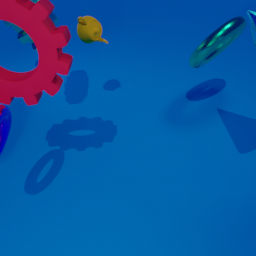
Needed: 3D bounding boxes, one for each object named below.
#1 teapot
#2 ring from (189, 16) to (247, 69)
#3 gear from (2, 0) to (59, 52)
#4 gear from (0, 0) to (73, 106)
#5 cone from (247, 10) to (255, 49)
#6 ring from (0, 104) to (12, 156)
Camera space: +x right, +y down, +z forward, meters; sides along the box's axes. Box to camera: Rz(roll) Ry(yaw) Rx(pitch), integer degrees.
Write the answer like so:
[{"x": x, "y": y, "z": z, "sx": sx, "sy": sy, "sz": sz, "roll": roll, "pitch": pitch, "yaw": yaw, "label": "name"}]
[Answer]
[{"x": -0.964, "y": -2.601, "z": 7.509, "sx": 0.557, "sy": 1.138, "sz": 0.708, "roll": 17, "pitch": 81, "yaw": 35, "label": "teapot"}, {"x": 2.432, "y": -2.306, "z": 7.669, "sx": 1.820, "sy": 1.820, "sz": 0.364, "roll": -34, "pitch": 82, "yaw": -31, "label": "ring"}, {"x": -2.394, "y": -2.854, "z": 6.801, "sx": 0.358, "sy": 1.937, "sz": 1.937, "roll": -19, "pitch": 38, "yaw": 20, "label": "gear"}, {"x": -1.962, "y": -1.317, "z": 4.649, "sx": 2.010, "sy": 2.010, "sz": 0.372, "roll": 1, "pitch": 38, "yaw": 1, "label": "gear"}, {"x": 2.768, "y": -1.564, "z": 5.153, "sx": 1.679, "sy": 1.679, "sz": 1.685, "roll": -33, "pitch": 80, "yaw": -31, "label": "cone"}, {"x": -2.494, "y": 0.234, "z": 5.097, "sx": 0.279, "sy": 1.395, "sz": 1.395, "roll": 19, "pitch": 42, "yaw": -10, "label": "ring"}]
